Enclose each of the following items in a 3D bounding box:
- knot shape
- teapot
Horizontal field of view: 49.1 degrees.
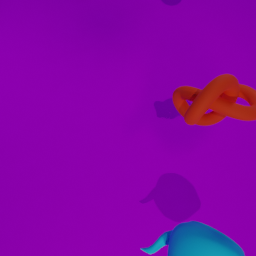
[{"bbox_3d":[0.969,-0.292,3.193,1.072,1.003,0.495,-6,87,27],"label":"knot shape"},{"bbox_3d":[0.940,1.801,3.745,1.734,1.078,0.849,14,58,42],"label":"teapot"}]
